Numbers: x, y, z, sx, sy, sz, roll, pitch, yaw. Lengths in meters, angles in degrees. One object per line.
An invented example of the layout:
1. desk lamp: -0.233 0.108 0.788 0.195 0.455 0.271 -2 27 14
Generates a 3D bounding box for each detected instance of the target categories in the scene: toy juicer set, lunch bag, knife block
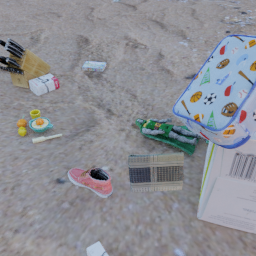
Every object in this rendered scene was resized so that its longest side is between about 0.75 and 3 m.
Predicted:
1. toy juicer set: -3.277 -0.043 9.883 1.127 0.482 1.771 -29 47 -32
2. lunch bag: 1.936 -0.786 5.296 2.174 0.821 1.742 -52 31 -2
3. knife block: -4.575 -3.076 12.256 0.849 2.331 2.655 13 40 14

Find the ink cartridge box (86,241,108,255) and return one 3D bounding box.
1. ink cartridge box: -0.548 2.935 5.995 0.333 0.577 0.790 -22 44 -26

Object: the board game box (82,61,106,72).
1. board game box: -1.686 -3.091 14.023 1.042 0.178 0.701 7 39 9

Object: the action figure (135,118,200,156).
1. action figure: 1.286 0.081 9.673 2.305 0.630 1.361 15 43 23

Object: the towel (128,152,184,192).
1. towel: 0.556 0.859 5.442 1.073 1.033 0.185 -2 37 4

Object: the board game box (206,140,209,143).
1. board game box: 3.805 -0.284 10.126 1.867 0.552 2.454 7 39 9

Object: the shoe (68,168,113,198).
1. shoe: -1.093 1.352 7.918 1.537 0.699 0.549 22 43 26

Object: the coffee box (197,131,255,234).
1. coffee box: 3.560 0.639 7.011 2.912 2.916 2.884 11 39 14

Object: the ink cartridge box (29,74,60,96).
1. ink cartridge box: -3.680 -1.915 12.297 1.073 0.447 0.779 -28 46 -31
